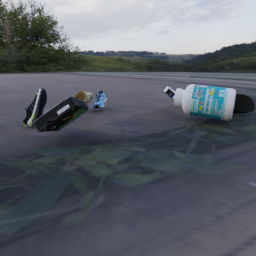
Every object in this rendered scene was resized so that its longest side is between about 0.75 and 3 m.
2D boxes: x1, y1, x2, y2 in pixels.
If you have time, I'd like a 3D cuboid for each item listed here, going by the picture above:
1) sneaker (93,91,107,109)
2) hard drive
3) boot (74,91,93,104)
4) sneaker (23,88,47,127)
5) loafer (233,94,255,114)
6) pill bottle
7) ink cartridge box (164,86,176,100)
[{"bbox_3d":[-1.185,-1.145,11.212,0.456,0.524,1.165,-10,27,11],"label":"sneaker"},{"bbox_3d":[-1.553,-0.315,6.767,1.060,0.287,1.518,-34,-2,4],"label":"hard drive"},{"bbox_3d":[-1.950,-0.995,10.863,1.198,0.436,0.931,-39,-4,14],"label":"boot"},{"bbox_3d":[-2.866,-0.646,8.475,0.535,1.291,0.463,8,-17,10],"label":"sneaker"},{"bbox_3d":[3.731,-0.858,10.304,1.894,0.691,0.676,5,-16,-11],"label":"loafer"},{"bbox_3d":[2.473,-0.862,9.118,1.850,1.025,1.025,9,16,18],"label":"pill bottle"},{"bbox_3d":[1.725,-1.284,10.783,0.698,0.275,1.403,39,11,-2],"label":"ink cartridge box"}]
